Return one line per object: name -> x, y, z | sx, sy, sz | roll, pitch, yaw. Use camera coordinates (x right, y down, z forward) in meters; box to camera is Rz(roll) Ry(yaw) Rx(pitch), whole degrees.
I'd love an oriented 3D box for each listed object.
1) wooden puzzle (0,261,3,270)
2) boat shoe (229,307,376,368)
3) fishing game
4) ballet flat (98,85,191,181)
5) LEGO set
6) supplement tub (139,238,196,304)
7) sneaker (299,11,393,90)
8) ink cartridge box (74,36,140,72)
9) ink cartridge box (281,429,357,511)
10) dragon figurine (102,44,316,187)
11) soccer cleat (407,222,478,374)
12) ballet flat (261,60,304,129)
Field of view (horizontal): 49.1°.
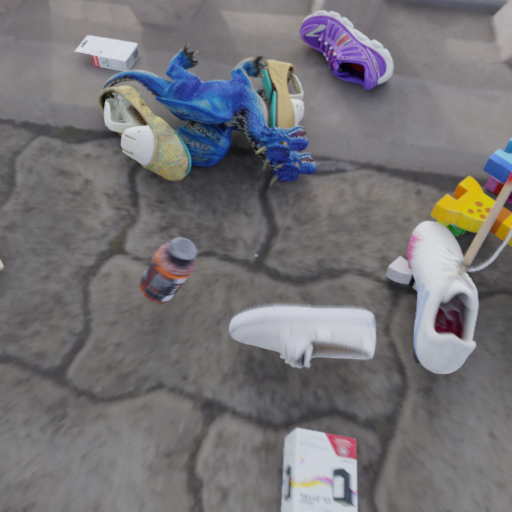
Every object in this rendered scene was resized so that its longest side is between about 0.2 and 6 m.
wooden puzzle -> -5.132, 0.102, 9.358 | 1.476, 0.369, 1.593 | -28, 54, -19
boat shoe -> 0.636, 1.207, 7.961 | 2.110, 0.748, 0.737 | 0, 57, 7
fishing game -> 4.955, 0.396, 7.607 | 4.151, 0.645, 2.972 | 32, 87, 0
ballet flat -> -2.260, -2.356, 10.671 | 1.022, 1.022, 2.891 | -25, 54, -17
LEGO set -> 4.008, -0.604, 9.210 | 3.685, 1.406, 1.512 | -38, 64, -22
supplement tub -> -1.290, 0.204, 8.341 | 0.597, 1.116, 0.597 | 18, 48, -22
sneaker -> 1.833, -4.507, 12.326 | 1.029, 0.994, 2.466 | -41, 64, -19
ink cartridge box -> -3.391, -4.616, 12.775 | 1.281, 0.323, 0.698 | 13, 55, 11
ink cartridge box -> 0.809, 2.906, 7.109 | 0.858, 0.487, 1.177 | 13, 53, -10
dragon figurine -> -1.083, -2.689, 10.646 | 4.730, 1.392, 2.352 | 10, 54, 3
soccer cleat -> 2.815, 0.419, 8.179 | 0.915, 1.131, 2.621 | 12, 57, -5
ballet flat -> 0.600, -3.168, 11.397 | 0.800, 0.871, 2.538 | -2, 54, -6
